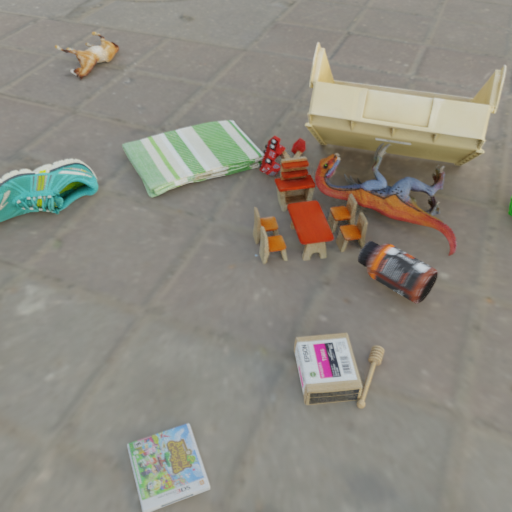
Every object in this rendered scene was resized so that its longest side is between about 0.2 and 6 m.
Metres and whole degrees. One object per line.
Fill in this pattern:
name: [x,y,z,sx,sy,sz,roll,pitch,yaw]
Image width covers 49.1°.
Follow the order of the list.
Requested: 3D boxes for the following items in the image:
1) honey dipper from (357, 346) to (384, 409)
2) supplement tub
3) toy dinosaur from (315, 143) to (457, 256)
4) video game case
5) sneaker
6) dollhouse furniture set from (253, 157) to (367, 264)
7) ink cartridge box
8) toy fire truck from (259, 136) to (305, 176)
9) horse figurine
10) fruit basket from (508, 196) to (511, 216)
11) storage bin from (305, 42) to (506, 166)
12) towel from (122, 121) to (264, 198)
honey dipper: [1.628,1.738,8.005,0.195,0.195,1.027,15,49,15]
supplement tub: [2.258,0.216,9.071,1.204,0.644,0.644,33,53,28]
toy dinosaur: [2.267,-1.186,10.226,2.241,1.297,2.470,-5,45,-5]
video game case: [-1.121,2.659,7.086,0.846,0.103,0.930,-15,46,-15]
sneaker: [-4.072,-1.177,10.587,2.231,0.865,0.889,-29,59,-27]
dollhouse furniture set: [0.862,-0.854,10.105,1.879,0.968,1.859,-8,45,-9]
ink cartridge box: [1.011,1.597,8.003,0.792,0.361,0.962,-4,45,-6]
toy fire truck: [0.566,-2.088,11.758,0.819,0.283,1.161,26,60,-20]
horse figurine: [-4.460,-5.552,15.299,1.306,0.492,1.971,35,49,21]
fruit basket: [5.449,-0.981,10.432,1.189,0.857,1.189,-9,53,12]
storage bin: [2.692,-2.801,10.691,3.146,1.474,3.123,12,6,11]
towel: [-1.338,-2.170,11.982,2.578,0.302,1.966,-19,47,-18]
